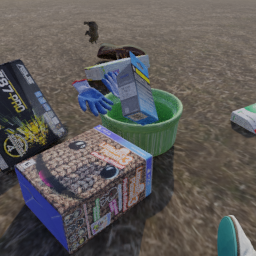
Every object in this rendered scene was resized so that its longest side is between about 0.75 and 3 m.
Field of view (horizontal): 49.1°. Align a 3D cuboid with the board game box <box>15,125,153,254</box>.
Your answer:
[{"bbox_3d":[-0.969,1.234,6.642,2.494,1.208,1.988,-28,41,-36],"label":"board game box"}]

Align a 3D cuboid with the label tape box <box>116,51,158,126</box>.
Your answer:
[{"bbox_3d":[0.174,-0.807,5.993,0.423,1.335,0.963,-18,-19,23],"label":"label tape box"}]

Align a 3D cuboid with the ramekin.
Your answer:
[{"bbox_3d":[0.379,-0.200,8.920,2.601,1.271,2.601,0,32,0],"label":"ramekin"}]

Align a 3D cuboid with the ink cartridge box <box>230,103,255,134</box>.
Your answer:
[{"bbox_3d":[4.743,-0.240,9.846,1.373,0.427,1.706,-18,34,-26],"label":"ink cartridge box"}]

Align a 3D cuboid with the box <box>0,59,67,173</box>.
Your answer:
[{"bbox_3d":[-3.365,-0.431,8.138,0.672,2.735,2.204,-23,10,40],"label":"box"}]

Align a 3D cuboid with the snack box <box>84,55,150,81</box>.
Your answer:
[{"bbox_3d":[-0.512,-2.862,13.347,2.579,0.683,1.834,-23,20,-31],"label":"snack box"}]

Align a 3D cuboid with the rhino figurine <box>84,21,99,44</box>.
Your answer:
[{"bbox_3d":[-1.468,-3.878,11.480,0.548,1.254,0.375,8,62,3],"label":"rhino figurine"}]

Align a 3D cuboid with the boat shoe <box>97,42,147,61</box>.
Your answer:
[{"bbox_3d":[-0.379,-4.052,15.692,2.838,1.024,1.021,13,61,11],"label":"boat shoe"}]

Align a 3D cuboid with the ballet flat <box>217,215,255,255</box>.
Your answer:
[{"bbox_3d":[2.060,2.643,4.975,0.781,0.781,2.250,5,36,9],"label":"ballet flat"}]

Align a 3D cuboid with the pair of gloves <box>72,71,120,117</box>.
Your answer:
[{"bbox_3d":[-0.514,-0.885,6.846,1.602,0.182,1.288,-22,59,-25],"label":"pair of gloves"}]
